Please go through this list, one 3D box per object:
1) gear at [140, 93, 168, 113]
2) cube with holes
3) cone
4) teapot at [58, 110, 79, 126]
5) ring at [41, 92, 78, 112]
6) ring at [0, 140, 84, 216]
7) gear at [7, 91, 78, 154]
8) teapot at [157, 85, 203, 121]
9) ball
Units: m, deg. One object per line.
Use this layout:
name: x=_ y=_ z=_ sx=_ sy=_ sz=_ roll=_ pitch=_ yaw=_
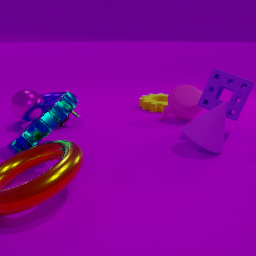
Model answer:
gear: x=1.398 y=-1.018 z=11.271 sx=1.818 sy=0.336 sz=1.818 roll=1 pitch=20 yaw=0
cube with holes: x=2.826 y=-0.944 z=8.081 sx=1.121 sy=1.121 sz=1.121 roll=26 pitch=13 yaw=20
cone: x=2.155 y=-0.190 z=7.020 sx=1.171 sy=1.176 sz=1.171 roll=24 pitch=20 yaw=-10
teapot: x=-2.185 y=-0.374 z=8.964 sx=1.290 sy=0.631 sz=0.802 roll=-16 pitch=19 yaw=7
ring: x=-2.690 y=-0.746 z=9.286 sx=2.061 sy=0.412 sz=2.061 roll=-14 pitch=-2 yaw=-1
ring: x=-1.763 y=0.824 z=5.088 sx=2.016 sy=0.403 sz=2.016 roll=-17 pitch=21 yaw=7
gear: x=-2.074 y=-0.115 z=6.873 sx=1.953 sy=0.361 sz=1.953 roll=-38 pitch=16 yaw=13
teapot: x=1.892 y=-0.799 z=9.624 sx=2.016 sy=0.987 sz=1.254 roll=-25 pitch=63 yaw=-17
ball: x=-2.489 y=-0.558 z=6.942 sx=0.799 sy=0.799 sz=0.799 roll=0 pitch=19 yaw=0
